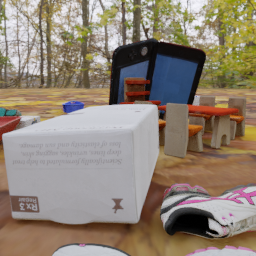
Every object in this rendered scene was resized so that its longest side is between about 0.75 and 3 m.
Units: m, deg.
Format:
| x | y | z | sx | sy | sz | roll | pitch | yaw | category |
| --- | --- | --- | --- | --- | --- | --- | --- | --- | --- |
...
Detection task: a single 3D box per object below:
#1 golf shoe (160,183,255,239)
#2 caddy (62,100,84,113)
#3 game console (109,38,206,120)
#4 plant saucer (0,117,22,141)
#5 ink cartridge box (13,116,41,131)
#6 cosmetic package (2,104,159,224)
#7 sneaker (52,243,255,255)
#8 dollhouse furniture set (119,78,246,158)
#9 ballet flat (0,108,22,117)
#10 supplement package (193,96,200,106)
| x | y | z | sx | sy | sz | roll | pitch | yaw | category |
| --- | --- | --- | --- | --- | --- | --- | --- | --- | --- |
| 0.917 | 0.817 | 2.543 | 1.242 | 0.451 | 0.572 | -4 | 22 | 14 | golf shoe |
| -2.406 | -0.954 | 12.351 | 0.997 | 0.524 | 0.705 | -7 | 11 | -34 | caddy |
| 0.721 | -1.040 | 7.888 | 2.166 | 2.513 | 1.492 | -26 | 48 | -36 | game console |
| -3.997 | 0.170 | 5.936 | 2.731 | 0.501 | 2.725 | 0 | 10 | -5 | plant saucer |
| -2.923 | -0.100 | 7.815 | 0.638 | 0.384 | 0.878 | 1 | 9 | 9 | ink cartridge box |
| -0.323 | 0.248 | 3.860 | 1.346 | 0.980 | 2.647 | -2 | 8 | 10 | cosmetic package |
| 0.225 | 1.009 | 1.311 | 1.487 | 0.597 | 0.642 | -5 | 22 | 12 | sneaker |
| 1.128 | -0.478 | 6.769 | 2.829 | 1.473 | 2.859 | 9 | 13 | 43 | dollhouse furniture set |
| -4.541 | -0.528 | 10.619 | 1.181 | 0.398 | 0.376 | 5 | -16 | 24 | ballet flat |
| 3.282 | -1.326 | 14.230 | 0.612 | 0.604 | 1.009 | -3 | 10 | -15 | supplement package |
